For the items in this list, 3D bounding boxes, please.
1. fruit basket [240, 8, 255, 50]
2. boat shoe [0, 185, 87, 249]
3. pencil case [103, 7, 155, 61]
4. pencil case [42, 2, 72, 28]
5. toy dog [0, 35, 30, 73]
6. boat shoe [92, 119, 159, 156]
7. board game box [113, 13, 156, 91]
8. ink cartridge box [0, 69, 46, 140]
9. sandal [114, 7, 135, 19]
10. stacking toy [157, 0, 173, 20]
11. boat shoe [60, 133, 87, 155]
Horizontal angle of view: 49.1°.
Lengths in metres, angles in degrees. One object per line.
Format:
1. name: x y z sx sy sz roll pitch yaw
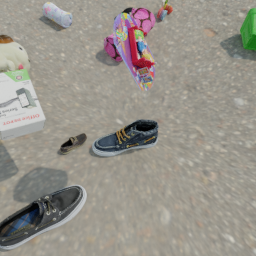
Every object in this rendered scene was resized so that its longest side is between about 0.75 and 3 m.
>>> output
1. fruit basket: 5.530 -3.997 10.740 2.290 1.652 2.290 -1 73 4
2. boat shoe: -2.144 2.073 6.899 2.396 0.794 0.838 -25 59 -16
3. pencil case: 0.017 -3.635 10.712 1.099 1.065 2.346 41 61 -7
4. pencil case: -2.952 -4.735 11.683 1.393 0.579 0.632 35 98 23
5. toy dog: -4.422 -1.734 9.117 2.671 1.922 2.755 19 53 40
6. boat shoe: -0.082 0.220 8.110 1.983 0.900 0.702 -10 56 -7
7. board game box: 0.252 -1.332 4.771 0.264 1.354 1.070 -12 36 31
8. ink cartridge box: -2.626 -0.553 6.459 1.014 0.586 1.394 -19 76 -28
9. sandal: -0.136 -4.866 12.063 1.002 0.226 0.376 -35 56 -5
10. stacking toy: 1.650 -5.071 11.805 0.415 0.890 0.983 29 58 5
11. boat shoe: -1.601 0.436 8.307 0.910 0.334 0.339 -38 64 -23
